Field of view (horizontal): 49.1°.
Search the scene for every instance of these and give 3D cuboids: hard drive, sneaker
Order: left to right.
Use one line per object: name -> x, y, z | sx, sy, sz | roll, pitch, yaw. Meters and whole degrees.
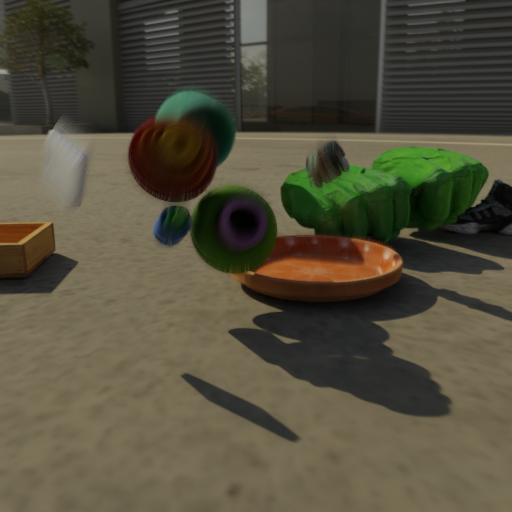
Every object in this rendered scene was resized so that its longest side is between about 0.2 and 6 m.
hard drive -> -2.133, -0.981, 6.232 | 0.111, 0.575, 0.872 | -3, 29, -41
sneaker -> 4.479, -0.985, 11.042 | 1.843, 1.049, 0.695 | 3, 16, 10

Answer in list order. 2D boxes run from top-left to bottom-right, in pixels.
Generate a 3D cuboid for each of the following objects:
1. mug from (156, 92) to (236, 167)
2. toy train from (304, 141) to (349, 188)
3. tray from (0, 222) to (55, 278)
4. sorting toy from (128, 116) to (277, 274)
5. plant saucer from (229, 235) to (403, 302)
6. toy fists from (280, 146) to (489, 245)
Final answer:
mug -> -1.424, -2.448, 11.237 | 1.775, 1.458, 1.097 | -32, 42, -15
toy train -> 1.053, -1.377, 8.487 | 0.378, 0.505, 0.887 | -33, 3, -24
tray -> -4.957, -0.085, 8.718 | 3.146, 0.583, 1.552 | -2, 16, -3
sorting toy -> -0.633, -0.718, 6.748 | 1.373, 2.284, 0.938 | -47, 7, -18
plant saucer -> 0.829, 0.167, 8.113 | 2.497, 0.403, 2.497 | -1, 16, 0
toy fists -> 2.564, -1.154, 10.670 | 4.067, 1.398, 2.073 | -14, 20, -24
